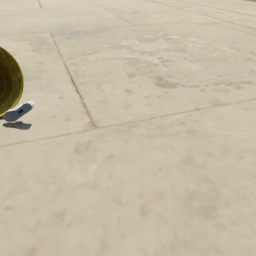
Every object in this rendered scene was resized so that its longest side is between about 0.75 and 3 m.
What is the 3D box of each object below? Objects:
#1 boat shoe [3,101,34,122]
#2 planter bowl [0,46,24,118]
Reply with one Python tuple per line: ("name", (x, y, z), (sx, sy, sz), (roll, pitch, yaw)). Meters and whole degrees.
("boat shoe", (-3.037, -0.479, 7.839), (0.969, 0.344, 0.338), (-29, 17, 14))
("planter bowl", (-4.268, -1.347, 8.277), (2.296, 2.296, 0.956), (-10, 7, -16))
